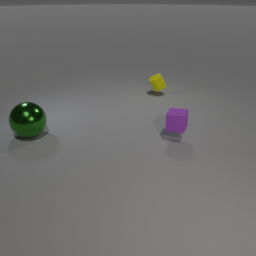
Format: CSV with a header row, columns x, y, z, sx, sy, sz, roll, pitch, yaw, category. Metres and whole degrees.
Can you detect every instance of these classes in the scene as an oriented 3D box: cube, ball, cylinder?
x,y,z,sx,sy,sz,roll,pitch,yaw,category
1.833,-0.293,10.484,0.700,0.700,0.700,7,27,20,cube
-3.882,-0.313,10.878,1.400,1.400,1.400,0,27,0,ball
1.578,-2.428,14.964,0.700,0.700,0.700,-25,27,14,cylinder
